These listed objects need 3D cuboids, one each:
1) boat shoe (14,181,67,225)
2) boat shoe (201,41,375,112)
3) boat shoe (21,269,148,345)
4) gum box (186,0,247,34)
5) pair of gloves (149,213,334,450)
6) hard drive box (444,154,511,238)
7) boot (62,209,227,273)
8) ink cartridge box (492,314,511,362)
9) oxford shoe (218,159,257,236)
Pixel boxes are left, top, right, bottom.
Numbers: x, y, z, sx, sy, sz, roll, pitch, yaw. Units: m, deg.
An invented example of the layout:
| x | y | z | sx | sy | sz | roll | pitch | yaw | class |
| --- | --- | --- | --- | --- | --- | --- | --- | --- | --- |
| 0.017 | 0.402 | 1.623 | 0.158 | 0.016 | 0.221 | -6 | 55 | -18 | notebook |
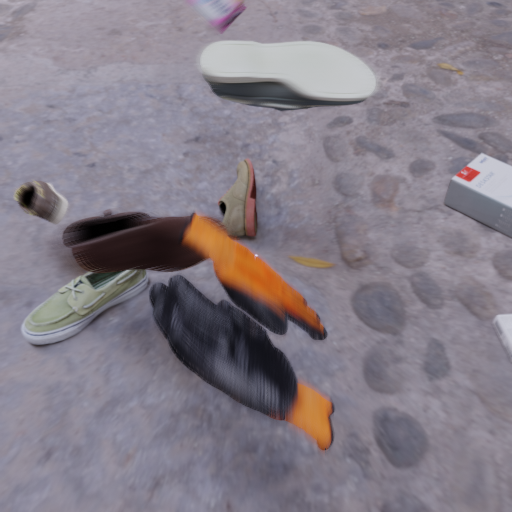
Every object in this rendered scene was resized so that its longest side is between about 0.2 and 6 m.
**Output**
| x | y | z | sx | sy | sz | roll | pitch | yaw | class |
| --- | --- | --- | --- | --- | --- | --- | --- | --- | --- |
| -4.039 | -1.055 | 10.198 | 1.843 | 0.549 | 0.662 | 27 | 92 | 48 | boat shoe |
| 0.504 | -2.827 | 9.065 | 2.753 | 0.851 | 1.002 | 8 | 70 | 3 | boat shoe |
| -3.218 | 0.703 | 10.510 | 2.556 | 0.793 | 0.920 | -33 | 53 | -28 | boat shoe |
| -0.902 | -5.303 | 11.527 | 0.756 | 0.441 | 1.332 | -45 | 83 | 7 | gum box |
| -0.072 | 0.738 | 6.521 | 2.442 | 0.339 | 2.741 | 38 | 24 | -13 | pair of gloves |
| 5.490 | -1.349 | 12.609 | 1.895 | 0.728 | 1.477 | 33 | 53 | 29 | hard drive box |
| -1.506 | -0.249 | 8.258 | 2.394 | 1.991 | 0.866 | -12 | 83 | -11 | boot |
| 5.045 | 1.482 | 10.133 | 1.186 | 0.297 | 0.954 | -1 | 45 | -7 | ink cartridge box |
| -0.435 | -1.380 | 12.596 | 0.876 | 0.825 | 2.343 | -4 | 44 | 3 | oxford shoe |
